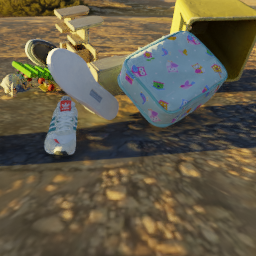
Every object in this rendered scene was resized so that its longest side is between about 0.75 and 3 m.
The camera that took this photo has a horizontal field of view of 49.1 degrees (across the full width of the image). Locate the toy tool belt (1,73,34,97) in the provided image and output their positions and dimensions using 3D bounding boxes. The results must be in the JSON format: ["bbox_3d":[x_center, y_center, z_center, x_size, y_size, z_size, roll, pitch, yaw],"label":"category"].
[{"bbox_3d":[-3.597,-1.422,9.471,0.725,0.737,1.180,54,35,3],"label":"toy tool belt"}]

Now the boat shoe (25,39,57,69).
[{"bbox_3d":[-2.560,-2.429,10.269,0.787,0.953,2.545,27,-1,33],"label":"boat shoe"}]

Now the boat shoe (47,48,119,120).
[{"bbox_3d":[-1.176,-1.054,7.029,0.836,0.879,2.441,14,-15,42],"label":"boat shoe"}]

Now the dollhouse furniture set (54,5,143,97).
[{"bbox_3d":[-0.869,-2.241,8.853,1.805,2.381,2.717,-23,52,-26],"label":"dollhouse furniture set"}]

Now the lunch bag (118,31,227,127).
[{"bbox_3d":[1.160,-1.382,7.381,2.626,1.012,2.106,-33,73,-29],"label":"lunch bag"}]

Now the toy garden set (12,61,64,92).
[{"bbox_3d":[-2.788,-1.633,9.663,1.591,0.381,1.908,34,15,17],"label":"toy garden set"}]

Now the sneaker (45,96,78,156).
[{"bbox_3d":[-1.485,-0.122,6.322,0.677,0.899,1.924,3,25,-9],"label":"sneaker"}]

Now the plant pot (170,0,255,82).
[{"bbox_3d":[2.815,-3.504,10.357,2.622,2.605,2.682,-5,49,-9],"label":"plant pot"}]
